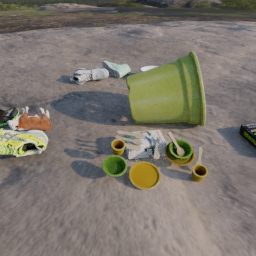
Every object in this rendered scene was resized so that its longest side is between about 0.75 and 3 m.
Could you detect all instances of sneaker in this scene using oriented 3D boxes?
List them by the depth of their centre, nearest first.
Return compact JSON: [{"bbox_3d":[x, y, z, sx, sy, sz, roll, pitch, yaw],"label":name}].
[{"bbox_3d":[-3.682,0.506,8.892,2.181,0.822,0.833,-7,27,-11],"label":"sneaker"},{"bbox_3d":[-5.191,-0.486,10.999,1.849,0.774,0.709,-23,37,-35],"label":"sneaker"},{"bbox_3d":[-2.106,-2.773,15.100,2.015,0.757,1.158,4,30,17],"label":"sneaker"},{"bbox_3d":[-0.659,-3.522,16.434,1.081,0.674,1.832,-29,50,-32],"label":"sneaker"}]

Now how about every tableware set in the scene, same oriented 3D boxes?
[{"bbox_3d":[0.837,0.923,8.316,2.987,0.458,2.012,12,50,4],"label":"tableware set"}]

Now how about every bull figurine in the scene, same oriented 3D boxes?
[{"bbox_3d":[-3.697,-0.305,10.593,1.574,0.956,0.513,6,-14,-21],"label":"bull figurine"}]

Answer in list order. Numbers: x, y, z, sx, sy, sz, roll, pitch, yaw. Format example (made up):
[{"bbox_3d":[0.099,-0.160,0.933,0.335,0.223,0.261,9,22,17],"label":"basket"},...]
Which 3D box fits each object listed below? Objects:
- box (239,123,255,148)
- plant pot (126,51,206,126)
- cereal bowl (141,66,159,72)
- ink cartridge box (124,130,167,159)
[{"bbox_3d":[5.273,0.376,9.832,1.932,0.459,1.866,-5,32,-11],"label":"box"},{"bbox_3d":[1.381,-1.280,10.854,2.648,2.881,2.881,-10,29,7],"label":"plant pot"},{"bbox_3d":[1.429,-2.950,15.487,1.486,0.619,1.486,1,29,0],"label":"cereal bowl"},{"bbox_3d":[0.565,0.535,9.437,1.290,0.544,0.943,-5,30,-9],"label":"ink cartridge box"}]
